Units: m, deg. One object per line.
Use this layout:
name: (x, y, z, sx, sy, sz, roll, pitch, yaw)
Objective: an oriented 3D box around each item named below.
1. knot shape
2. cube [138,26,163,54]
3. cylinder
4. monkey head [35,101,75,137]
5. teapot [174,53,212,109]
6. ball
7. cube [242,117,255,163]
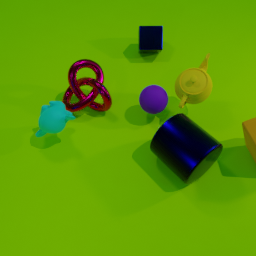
knot shape: (-1.199, -1.214, 8.063, 1.616, 1.512, 0.747, 3, 10, 15)
cube: (0.756, -3.015, 9.611, 0.787, 0.787, 0.787, 0, 96, 0)
cylinder: (1.412, 0.500, 6.873, 1.274, 1.274, 1.274, -34, 60, -22)
monkey head: (-1.832, -0.209, 7.293, 1.306, 0.940, 0.787, -25, 64, 25)
teapot: (1.800, -1.235, 7.599, 1.022, 0.805, 1.644, 29, 86, 15)
ball: (0.710, -0.792, 7.789, 0.809, 0.809, 0.809, 0, 53, 0)
cube: (3.557, 0.337, 6.862, 1.044, 1.044, 1.044, -22, 46, 12)
